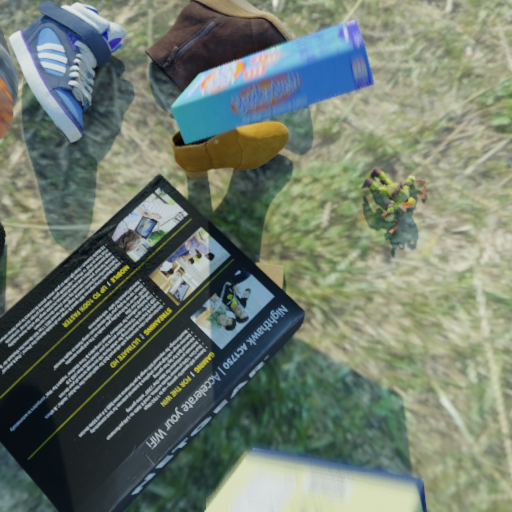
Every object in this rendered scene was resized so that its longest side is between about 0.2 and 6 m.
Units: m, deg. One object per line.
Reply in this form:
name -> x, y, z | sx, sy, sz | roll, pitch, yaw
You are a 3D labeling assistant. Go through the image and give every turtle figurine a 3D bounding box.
turtle figurine -> 2.187, -0.992, 9.065 | 0.947, 0.378, 1.175 | 33, 74, 11

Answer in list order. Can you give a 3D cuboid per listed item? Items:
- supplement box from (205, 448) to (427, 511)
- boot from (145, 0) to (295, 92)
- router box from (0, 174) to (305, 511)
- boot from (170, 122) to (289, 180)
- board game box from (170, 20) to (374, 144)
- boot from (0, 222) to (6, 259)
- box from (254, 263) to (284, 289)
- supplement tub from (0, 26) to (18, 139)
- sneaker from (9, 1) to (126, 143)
supplement box -> 0.410, 2.850, 4.839 | 1.818, 1.816, 1.221 | -1, 109, 30
boot -> -0.550, -3.537, 9.900 | 2.367, 0.856, 1.969 | 43, 88, 12
router box -> -1.736, 1.254, 7.829 | 4.005, 1.023, 2.987 | -44, 76, -10
boot -> -0.342, -1.826, 8.774 | 1.963, 1.405, 0.691 | -23, 79, -5
board game box -> 0.244, -2.308, 7.297 | 2.392, 0.538, 1.819 | -15, 27, 14
boot -> -4.903, 0.434, 8.423 | 1.624, 0.842, 2.486 | 3, 63, 6
box -> -0.249, 0.597, 8.623 | 1.297, 0.138, 1.060 | 5, 71, 2
supplement tub -> -3.322, -2.160, 5.970 | 1.284, 1.284, 2.096 | -25, 60, -8
sneaker -> -2.955, -3.296, 9.544 | 1.831, 1.008, 2.501 | -29, 68, -6
